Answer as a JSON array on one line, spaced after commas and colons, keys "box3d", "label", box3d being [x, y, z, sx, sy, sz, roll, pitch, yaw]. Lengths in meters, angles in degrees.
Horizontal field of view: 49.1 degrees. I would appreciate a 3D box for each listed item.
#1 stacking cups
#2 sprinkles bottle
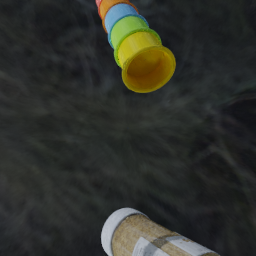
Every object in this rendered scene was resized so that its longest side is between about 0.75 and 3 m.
[{"box3d": [0.009, -1.610, 4.444, 0.743, 0.743, 2.456, -15, 49, -2], "label": "stacking cups"}, {"box3d": [0.603, 1.963, 4.023, 0.926, 2.713, 0.926, -2, 93, -32], "label": "sprinkles bottle"}]
